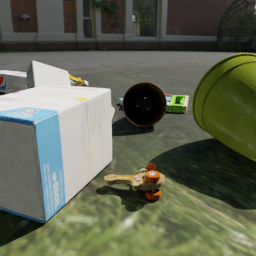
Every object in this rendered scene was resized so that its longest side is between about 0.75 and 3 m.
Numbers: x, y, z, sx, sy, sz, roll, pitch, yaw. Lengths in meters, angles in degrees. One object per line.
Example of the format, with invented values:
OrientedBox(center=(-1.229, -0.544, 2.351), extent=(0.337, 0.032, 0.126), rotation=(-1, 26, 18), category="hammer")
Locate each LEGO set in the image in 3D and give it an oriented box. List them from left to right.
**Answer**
OrientedBox(center=(-3.034, -2.191, 14.474), extent=(1.009, 0.817, 2.194), rotation=(42, 25, 10), category="LEGO set")

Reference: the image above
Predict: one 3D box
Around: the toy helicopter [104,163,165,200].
OrientedBox(center=(0.123, 0.947, 5.279), extent=(1.147, 0.452, 0.758), rotation=(-1, 18, 12), category="toy helicopter")

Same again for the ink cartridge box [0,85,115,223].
OrientedBox(center=(-1.496, 0.182, 5.495), extent=(1.745, 1.700, 2.715), rotation=(8, 20, 22), category="ink cartridge box")

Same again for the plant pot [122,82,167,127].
OrientedBox(center=(0.523, -0.782, 9.285), extent=(1.371, 1.371, 1.466), rotation=(0, 5, 1), category="plant pot")

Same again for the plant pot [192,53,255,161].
OrientedBox(center=(3.033, -0.255, 6.487), extent=(2.340, 2.340, 2.253), rotation=(-4, 32, -13), category="plant pot")

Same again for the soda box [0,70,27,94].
OrientedBox(center=(-5.526, -2.222, 13.761), extent=(2.846, 0.969, 0.906), rotation=(12, 22, 30), category="soda box")

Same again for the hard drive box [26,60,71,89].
OrientedBox(center=(-2.739, -1.407, 9.806), extent=(1.384, 0.682, 1.776), rotation=(13, 42, -34), category="hard drive box")

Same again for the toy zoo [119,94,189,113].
OrientedBox(center=(1.002, -1.073, 11.422), extent=(2.815, 0.288, 1.847), rotation=(5, 19, 13), category="toy zoo")
